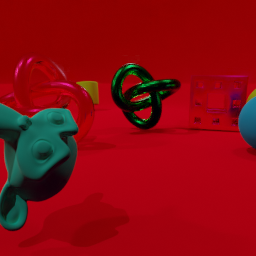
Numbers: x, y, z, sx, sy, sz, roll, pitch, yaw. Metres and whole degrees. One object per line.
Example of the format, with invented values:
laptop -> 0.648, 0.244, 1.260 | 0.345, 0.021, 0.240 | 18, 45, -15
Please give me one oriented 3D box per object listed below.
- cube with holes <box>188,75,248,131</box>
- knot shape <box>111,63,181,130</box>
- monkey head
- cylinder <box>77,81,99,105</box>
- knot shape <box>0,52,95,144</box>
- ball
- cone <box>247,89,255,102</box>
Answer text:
cube with holes -> 2.211, -0.656, 6.993 | 1.238, 1.238, 1.238 | 4, 9, 16
knot shape -> 0.269, -0.765, 6.251 | 1.505, 1.608, 0.743 | 30, 31, -31
monkey head -> -0.774, 0.160, 2.150 | 0.783, 0.656, 1.089 | 23, 46, -14
cylinder -> -1.591, -1.323, 10.908 | 0.862, 0.862, 0.862 | -3, 1, 0
knot shape -> -1.495, -0.567, 4.918 | 1.812, 1.696, 0.837 | 8, -35, -14
ball -> 2.272, -0.082, 4.457 | 0.959, 0.959, 0.959 | 0, 10, 0
cone -> 2.776, -0.262, 5.158 | 0.878, 0.878, 0.881 | 0, 35, -1
